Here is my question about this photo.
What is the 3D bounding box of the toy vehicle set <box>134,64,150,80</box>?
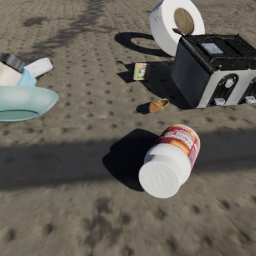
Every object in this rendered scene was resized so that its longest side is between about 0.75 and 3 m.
[{"bbox_3d":[0.543,-2.176,10.805,0.126,0.592,0.953,16,19,28],"label":"toy vehicle set"}]

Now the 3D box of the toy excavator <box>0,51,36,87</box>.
[{"bbox_3d":[-3.395,-1.340,8.606,2.234,2.297,1.147,27,84,37],"label":"toy excavator"}]

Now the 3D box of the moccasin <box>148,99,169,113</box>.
[{"bbox_3d":[0.981,-0.705,8.866,0.363,0.344,0.942,-10,8,43],"label":"moccasin"}]

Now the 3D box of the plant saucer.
[{"bbox_3d":[-3.222,-0.568,7.870,2.546,0.490,2.546,-9,-8,-1],"label":"plant saucer"}]

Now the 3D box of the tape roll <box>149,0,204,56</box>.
[{"bbox_3d":[2.297,-4.737,12.994,2.686,2.686,0.939,-27,6,-34],"label":"tape roll"}]

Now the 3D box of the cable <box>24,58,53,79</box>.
[{"bbox_3d":[-3.524,-2.108,10.460,1.441,0.499,1.441,-32,14,-17],"label":"cable"}]

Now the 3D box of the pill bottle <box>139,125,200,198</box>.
[{"bbox_3d":[0.950,0.682,6.213,1.007,1.007,1.837,13,26,19],"label":"pill bottle"}]

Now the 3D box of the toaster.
[{"bbox_3d":[3.001,-2.005,9.387,2.579,1.693,2.853,-6,45,-19],"label":"toaster"}]
